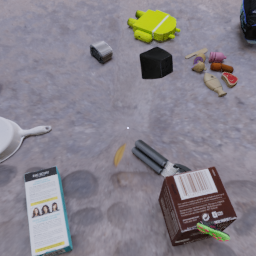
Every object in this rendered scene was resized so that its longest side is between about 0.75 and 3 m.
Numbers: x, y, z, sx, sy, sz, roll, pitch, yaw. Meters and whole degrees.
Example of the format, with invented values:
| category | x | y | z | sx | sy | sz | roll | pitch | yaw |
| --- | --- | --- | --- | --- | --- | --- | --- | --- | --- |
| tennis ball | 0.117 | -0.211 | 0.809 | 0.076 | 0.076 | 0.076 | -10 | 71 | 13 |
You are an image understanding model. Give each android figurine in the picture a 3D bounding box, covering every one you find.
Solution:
| category | x | y | z | sx | sy | sz | roll | pitch | yaw |
| --- | --- | --- | --- | --- | --- | --- | --- | --- | --- |
| android figurine | 1.281 | -4.933 | 13.477 | 2.482 | 0.510 | 2.259 | 26 | 59 | 18 |

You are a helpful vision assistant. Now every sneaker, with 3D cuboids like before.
| category | x | y | z | sx | sy | sz | roll | pitch | yaw |
| --- | --- | --- | --- | --- | --- | --- | --- | --- | --- |
| sneaker | 1.958 | 2.296 | 6.371 | 0.785 | 0.301 | 0.329 | 18 | 43 | 42 |

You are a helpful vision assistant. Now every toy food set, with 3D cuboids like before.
| category | x | y | z | sx | sy | sz | roll | pitch | yaw |
| --- | --- | --- | --- | --- | --- | --- | --- | --- | --- |
| toy food set | 3.704 | -2.580 | 11.919 | 1.682 | 0.417 | 2.647 | -25 | 59 | -16 |

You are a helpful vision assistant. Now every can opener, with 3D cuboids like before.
| category | x | y | z | sx | sy | sz | roll | pitch | yaw |
| --- | --- | --- | --- | --- | --- | --- | --- | --- | --- |
| can opener | 1.127 | 1.188 | 9.357 | 2.259 | 0.595 | 0.751 | 34 | 27 | 19 |

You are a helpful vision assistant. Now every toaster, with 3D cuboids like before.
| category | x | y | z | sx | sy | sz | roll | pitch | yaw |
| --- | --- | --- | --- | --- | --- | --- | --- | --- | --- |
| toaster | -1.145 | -3.343 | 12.329 | 0.698 | 0.614 | 1.081 | -34 | 64 | -23 |

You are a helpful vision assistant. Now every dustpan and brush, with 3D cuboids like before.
| category | x | y | z | sx | sy | sz | roll | pitch | yaw |
| --- | --- | --- | --- | --- | --- | --- | --- | --- | --- |
| dustpan and brush | -4.159 | 0.253 | 9.900 | 2.790 | 0.798 | 1.947 | -16 | 67 | -3 |

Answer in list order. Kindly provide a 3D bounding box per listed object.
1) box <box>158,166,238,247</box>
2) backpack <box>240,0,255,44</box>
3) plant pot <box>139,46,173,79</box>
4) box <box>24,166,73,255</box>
| category | x | y | z | sx | sy | sz | roll | pitch | yaw |
| --- | --- | --- | --- | --- | --- | --- | --- | --- | --- |
| box | 1.819 | 2.213 | 7.803 | 1.502 | 1.810 | 1.487 | -11 | 57 | -7 |
| backpack | 6.178 | -5.089 | 12.705 | 2.166 | 1.739 | 2.366 | -5 | 63 | 14 |
| plant pot | 0.855 | -1.802 | 7.928 | 0.759 | 0.761 | 0.675 | -32 | 38 | -32 |
| box | -2.403 | 2.457 | 8.359 | 1.031 | 0.616 | 2.505 | -13 | 57 | -9 |
